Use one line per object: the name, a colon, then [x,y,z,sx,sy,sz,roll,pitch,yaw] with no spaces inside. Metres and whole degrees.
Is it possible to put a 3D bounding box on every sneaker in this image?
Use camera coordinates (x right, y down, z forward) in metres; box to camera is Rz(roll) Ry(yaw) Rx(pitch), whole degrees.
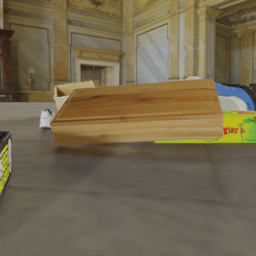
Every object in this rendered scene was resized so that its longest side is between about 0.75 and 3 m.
sneaker: [-2.105,-0.263,7.634,0.459,0.536,1.231,-1,5,-8]
sneaker: [3.564,-1.192,10.590,1.622,1.119,2.916,-10,31,-32]

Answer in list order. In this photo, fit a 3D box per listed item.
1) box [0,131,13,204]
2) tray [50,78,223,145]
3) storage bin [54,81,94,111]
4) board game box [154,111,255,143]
box: [-2.057,0.385,1.947,2.208,0.489,1.769,-2,7,-17]
tray: [0.171,-0.334,5.057,2.777,0.514,1.370,-3,32,12]
storage bin: [-2.286,-1.385,12.691,1.922,0.907,1.936,-10,25,-9]
board game box: [1.605,-0.055,5.626,2.299,0.547,1.168,0,6,-2]
